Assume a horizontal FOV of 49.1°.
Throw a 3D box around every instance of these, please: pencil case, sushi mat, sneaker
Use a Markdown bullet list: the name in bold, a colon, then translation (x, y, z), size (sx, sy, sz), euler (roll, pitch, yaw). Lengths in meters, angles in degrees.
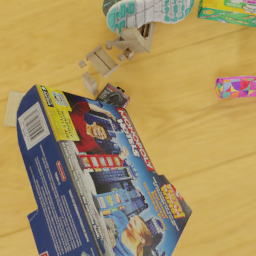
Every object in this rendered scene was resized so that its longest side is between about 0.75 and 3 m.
- **pencil case**: translation (3.207, -1.180, 7.748), size (1.489, 0.658, 0.658), euler (-7, 77, -2)
- **sushi mat**: translation (-3.174, -0.542, 7.893), size (0.498, 0.063, 1.041), euler (4, 77, 2)
- **sneaker**: translation (0.560, -3.648, 8.096), size (2.894, 1.123, 1.320), euler (-17, 47, -18)

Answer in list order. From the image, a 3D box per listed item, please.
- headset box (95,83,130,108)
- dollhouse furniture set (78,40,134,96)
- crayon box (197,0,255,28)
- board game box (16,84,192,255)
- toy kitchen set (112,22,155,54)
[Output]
- **headset box**: translation (-0.471, -0.693, 7.757), size (0.754, 0.391, 1.014), euler (36, 81, 8)
- **dollhouse furniture set**: translation (-0.652, -1.783, 7.889), size (1.561, 0.691, 0.809), euler (-41, 80, -12)
- **crayon box**: translation (3.152, -3.770, 8.358), size (1.937, 0.564, 1.150), euler (11, 77, 2)
- **board game box**: translation (-0.135, 0.978, 4.266), size (0.876, 2.838, 2.840), euler (-34, 69, 23)
- **toy kitchen set**: translation (0.107, -2.734, 7.966), size (0.844, 1.035, 0.934), euler (3, 75, 31)
